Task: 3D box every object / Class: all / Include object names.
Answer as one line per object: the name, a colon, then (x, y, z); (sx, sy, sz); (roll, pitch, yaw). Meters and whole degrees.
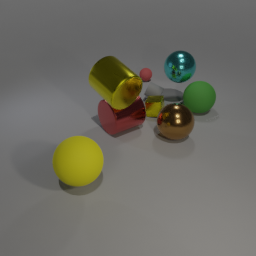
cylinder: (1.212, -1.699, 13.076); (0.700, 0.700, 0.700); (28, 36, 2)
ball: (2.280, -2.687, 12.319); (1.400, 1.400, 1.400); (0, 32, 0)
cylinder: (-0.253, -0.592, 10.951); (1.400, 1.400, 1.400); (-20, 37, -29)
ball: (0.974, -2.930, 15.294); (0.700, 0.700, 0.700); (0, 32, 0)
cylinder: (-0.441, -1.590, 9.862); (1.400, 1.400, 1.400); (-25, 56, -34)
ball: (-1.384, 0.917, 7.812); (1.400, 1.400, 1.400); (0, 32, 0)
cube: (1.174, -0.948, 12.108); (0.700, 0.700, 0.700); (1, 30, 18)
ball: (1.768, -0.242, 10.445); (1.400, 1.400, 1.400); (0, 32, 0)
ball: (3.103, -1.345, 12.195); (1.400, 1.400, 1.400); (0, 32, 0)
